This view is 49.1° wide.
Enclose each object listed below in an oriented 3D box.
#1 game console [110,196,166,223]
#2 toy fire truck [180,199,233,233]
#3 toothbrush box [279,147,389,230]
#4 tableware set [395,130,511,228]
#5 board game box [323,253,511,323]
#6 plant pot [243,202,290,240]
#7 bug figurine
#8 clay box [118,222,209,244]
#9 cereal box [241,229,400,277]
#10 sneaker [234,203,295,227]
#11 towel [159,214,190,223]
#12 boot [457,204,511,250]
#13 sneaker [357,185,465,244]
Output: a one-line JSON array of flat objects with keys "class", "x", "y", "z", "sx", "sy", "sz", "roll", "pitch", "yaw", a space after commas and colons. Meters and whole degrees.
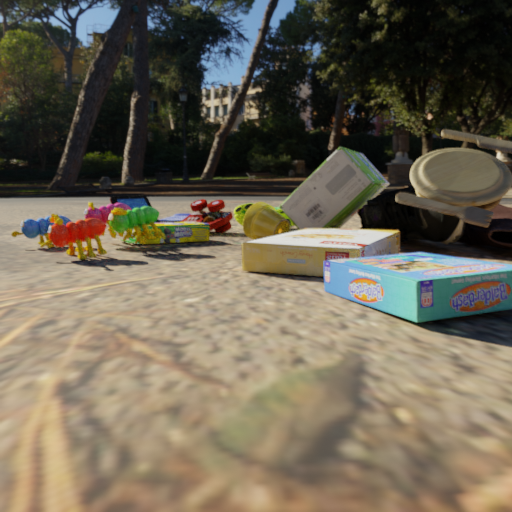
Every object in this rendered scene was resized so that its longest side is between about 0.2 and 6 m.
[{"class": "game console", "x": -3.023, "y": -1.191, "z": 15.444, "sx": 1.337, "sy": 0.921, "sz": 1.551, "roll": 4, "pitch": 9, "yaw": 29}, {"class": "toy fire truck", "x": -1.334, "y": -0.848, "z": 14.126, "sx": 1.370, "sy": 0.768, "sz": 1.150, "roll": 5, "pitch": 33, "yaw": 35}, {"class": "toothbrush box", "x": 1.861, "y": -1.403, "z": 12.829, "sx": 1.870, "sy": 1.106, "sz": 2.569, "roll": -43, "pitch": -7, "yaw": 19}, {"class": "tableware set", "x": 3.988, "y": -0.807, "z": 8.425, "sx": 3.383, "sy": 0.678, "sz": 2.236, "roll": 20, "pitch": 50, "yaw": 28}, {"class": "board game box", "x": 1.753, "y": 0.273, "z": 6.013, "sx": 1.394, "sy": 0.412, "sz": 1.833, "roll": -4, "pitch": 6, "yaw": -19}, {"class": "plant pot", "x": 0.269, "y": -0.660, "z": 12.128, "sx": 0.793, "sy": 0.843, "sz": 0.843, "roll": 26, "pitch": 23, "yaw": 38}, {"class": "bug figurine", "x": -3.231, "y": -0.591, "z": 10.777, "sx": 2.375, "sy": 0.788, "sz": 3.063, "roll": -14, "pitch": 13, "yaw": -34}, {"class": "clay box", "x": -2.012, "y": -0.508, "z": 12.142, "sx": 1.766, "sy": 0.420, "sz": 1.015, "roll": -3, "pitch": 7, "yaw": -28}, {"class": "cereal box", "x": 1.103, "y": -0.101, "z": 8.755, "sx": 1.785, "sy": 0.490, "sz": 2.481, "roll": 3, "pitch": 8, "yaw": 25}, {"class": "sneaker", "x": 0.364, "y": -1.046, "z": 15.732, "sx": 1.994, "sy": 0.739, "sz": 0.833, "roll": 3, "pitch": -6, "yaw": -1}, {"class": "towel", "x": -2.196, "y": -1.239, "z": 18.281, "sx": 1.678, "sy": 0.276, "sz": 2.318, "roll": 0, "pitch": 8, "yaw": 8}, {"class": "boot", "x": 4.479, "y": -0.552, "z": 10.529, "sx": 2.559, "sy": 0.926, "sz": 2.128, "roll": 8, "pitch": 9, "yaw": 27}, {"class": "sneaker", "x": 2.962, "y": -0.772, "z": 11.219, "sx": 1.504, "sy": 1.301, "sz": 3.434, "roll": -4, "pitch": -5, "yaw": -4}]
